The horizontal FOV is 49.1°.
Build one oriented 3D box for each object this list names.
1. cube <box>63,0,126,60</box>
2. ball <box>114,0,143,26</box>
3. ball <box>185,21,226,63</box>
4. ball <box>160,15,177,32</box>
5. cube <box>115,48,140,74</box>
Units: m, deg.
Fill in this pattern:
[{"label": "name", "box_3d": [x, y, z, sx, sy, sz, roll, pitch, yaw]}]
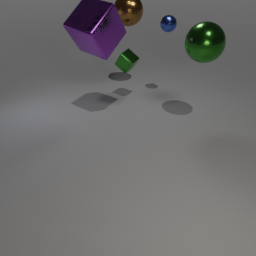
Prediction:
[{"label": "cube", "box_3d": [-1.151, -3.558, 10.025, 1.400, 1.400, 1.400, 27, 77, 28]}, {"label": "ball", "box_3d": [0.008, -5.443, 12.961, 1.400, 1.400, 1.400, 0, 30, 0]}, {"label": "ball", "box_3d": [2.692, -2.986, 9.804, 1.400, 1.400, 1.400, 0, 30, 0]}, {"label": "ball", "box_3d": [1.729, -4.449, 11.950, 0.700, 0.700, 0.700, 0, 30, 0]}, {"label": "cube", "box_3d": [-0.042, -3.045, 12.761, 0.700, 0.700, 0.700, 42, 50, 1]}]
